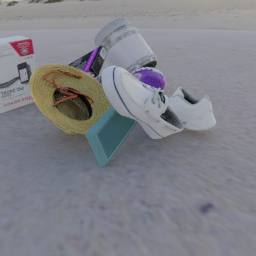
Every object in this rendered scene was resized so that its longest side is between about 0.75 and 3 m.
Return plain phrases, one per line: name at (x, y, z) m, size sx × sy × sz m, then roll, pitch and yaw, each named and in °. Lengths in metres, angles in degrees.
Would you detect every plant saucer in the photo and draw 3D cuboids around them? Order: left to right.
plant saucer at (-0.188, -0.171, 7.244) m, size 0.256 × 0.945 × 2.702 m, roll -8°, pitch 27°, yaw 31°

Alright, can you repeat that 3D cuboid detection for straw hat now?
straw hat at (-1.658, -0.523, 8.045) m, size 2.706 × 1.145 × 2.706 m, roll 21°, pitch 41°, yaw -19°

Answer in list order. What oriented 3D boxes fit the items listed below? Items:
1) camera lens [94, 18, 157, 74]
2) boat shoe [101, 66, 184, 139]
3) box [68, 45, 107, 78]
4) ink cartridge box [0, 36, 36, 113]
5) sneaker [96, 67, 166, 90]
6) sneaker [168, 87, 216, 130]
camera lens at (-0.075, -3.242, 12.319) m, size 1.991 × 2.490 × 1.991 m, roll -33°, pitch -6°, yaw -4°
boat shoe at (0.511, -0.646, 6.813) m, size 0.969 × 1.067 × 2.901 m, roll -12°, pitch -28°, yaw 27°
box at (-2.027, -2.035, 10.613) m, size 2.505 × 0.452 × 1.791 m, roll -21°, pitch 35°, yaw 25°
ink cartridge box at (-4.170, -1.909, 9.917) m, size 0.974 × 2.337 × 1.697 m, roll 24°, pitch 37°, yaw 36°
sneaker at (-0.034, -1.311, 10.025) m, size 2.819 × 1.134 × 1.246 m, roll -6°, pitch 38°, yaw 21°
sneaker at (1.389, -0.626, 8.314) m, size 2.386 × 1.185 × 0.929 m, roll 2°, pitch 20°, yaw 29°
